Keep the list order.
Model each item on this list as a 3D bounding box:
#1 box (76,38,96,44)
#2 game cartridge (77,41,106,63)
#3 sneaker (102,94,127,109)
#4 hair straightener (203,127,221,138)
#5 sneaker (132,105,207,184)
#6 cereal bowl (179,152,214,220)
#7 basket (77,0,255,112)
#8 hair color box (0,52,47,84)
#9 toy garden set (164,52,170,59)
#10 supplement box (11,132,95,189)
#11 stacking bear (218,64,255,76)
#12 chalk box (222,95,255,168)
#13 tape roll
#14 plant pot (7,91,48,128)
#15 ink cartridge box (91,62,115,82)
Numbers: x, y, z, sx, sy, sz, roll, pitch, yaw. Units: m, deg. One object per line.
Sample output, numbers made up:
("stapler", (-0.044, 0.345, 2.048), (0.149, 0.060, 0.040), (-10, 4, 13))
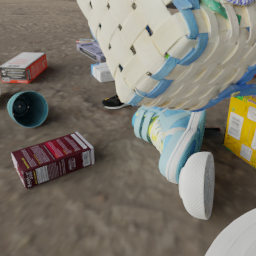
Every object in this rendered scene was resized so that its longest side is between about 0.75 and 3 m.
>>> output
("box", (-2.233, -4.717, 15.346), (0.996, 0.199, 0.682), (11, 31, 18))
("game cartridge", (-1.139, -3.704, 13.349), (1.750, 0.518, 2.700), (-21, 35, -24))
("sneaker", (-0.102, -1.003, 8.400), (1.467, 0.660, 0.513), (-11, 32, -18))
("hair straightener", (1.773, 0.116, 6.907), (1.013, 0.207, 0.390), (5, 30, 9))
("sneaker", (0.676, 0.213, 5.997), (1.673, 1.019, 2.563), (12, 24, 19))
("cereal bowl", (1.133, 0.934, 4.651), (0.459, 1.103, 1.103), (0, 27, 26))
("basket", (1.014, -1.458, 3.841), (2.882, 2.004, 2.541), (-14, 71, -40))
("hair color box", (-3.966, -2.361, 10.805), (1.033, 0.623, 2.036), (3, 29, 5))
("toy garden set", (1.361, -2.665, 10.435), (2.465, 0.590, 2.957), (-6, 20, 42))
("supplement box", (-1.522, 0.621, 5.779), (1.475, 0.449, 0.803), (-18, 35, -29))
("stacking bear", (4.262, -2.278, 10.502), (1.613, 0.980, 0.917), (-2, 34, -17))
("chalk box", (3.464, -0.127, 6.148), (2.228, 1.386, 1.379), (-15, 33, -22))
("tape roll", (1.663, 2.074, 1.801), (2.747, 1.886, 2.747), (0, 29, 0))
("plant pot", (-2.750, -0.531, 7.418), (0.946, 0.946, 0.889), (-24, 23, -35))
("ink cartridge box", (-0.879, -2.112, 10.570), (0.736, 0.424, 1.014), (-13, 32, -22))
